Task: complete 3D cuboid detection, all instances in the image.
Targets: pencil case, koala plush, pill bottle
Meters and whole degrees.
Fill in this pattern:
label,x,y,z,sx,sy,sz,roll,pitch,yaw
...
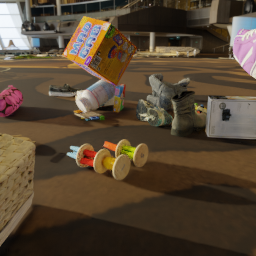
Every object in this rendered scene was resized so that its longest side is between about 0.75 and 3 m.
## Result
label,x,y,z,sx,sy,sz,roll,pitch,yaw
pencil case,-5.563,-1.285,12.967,1.020,1.053,2.248,-3,19,-11
koala plush,2.131,-1.666,13.554,1.876,1.664,1.724,-9,32,-26
pill bottle,-1.446,-1.490,12.936,1.850,1.006,1.006,-38,34,-23

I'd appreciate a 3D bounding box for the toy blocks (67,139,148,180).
label,x,y,z,sx,sy,sz,roll,pitch,yaw
toy blocks,-0.589,0.683,7.516,1.799,0.653,1.500,12,22,34

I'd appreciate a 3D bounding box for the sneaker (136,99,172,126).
label,x,y,z,sx,sy,sz,roll,pitch,yaw
sneaker,1.039,-0.572,11.509,0.899,0.808,2.083,2,23,-27

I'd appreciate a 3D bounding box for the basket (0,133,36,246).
label,x,y,z,sx,sy,sz,roll,pitch,yaw
basket,-2.645,1.050,4.579,1.582,1.440,2.334,16,19,0

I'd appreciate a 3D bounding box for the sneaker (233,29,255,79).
label,x,y,z,sx,sy,sz,roll,pitch,yaw
sneaker,3.531,-2.520,7.488,0.836,2.307,1.315,-22,61,-23

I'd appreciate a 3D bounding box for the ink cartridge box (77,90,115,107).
label,x,y,z,sx,sy,sz,roll,pitch,yaw
ink cartridge box,-1.556,-1.535,14.253,1.717,0.724,1.254,-10,21,-29

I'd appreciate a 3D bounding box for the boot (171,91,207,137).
label,x,y,z,sx,sy,sz,roll,pitch,yaw
boot,2.354,-0.656,10.260,0.781,1.506,2.305,14,23,37

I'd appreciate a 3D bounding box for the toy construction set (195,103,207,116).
label,x,y,z,sx,sy,sz,roll,pitch,yaw
toy construction set,3.141,-0.602,11.599,1.350,0.622,0.885,12,-19,13

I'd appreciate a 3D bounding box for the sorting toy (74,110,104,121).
label,x,y,z,sx,sy,sz,roll,pitch,yaw
sorting toy,-1.668,-0.498,11.903,0.943,0.228,1.674,-9,20,-39

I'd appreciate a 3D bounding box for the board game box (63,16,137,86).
label,x,y,z,sx,sy,sz,roll,pitch,yaw
board game box,-1.102,-3.041,11.143,1.769,1.771,1.769,30,2,40

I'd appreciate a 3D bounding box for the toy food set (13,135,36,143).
label,x,y,z,sx,sy,sz,roll,pitch,yaw
toy food set,-3.549,0.487,8.876,0.941,0.274,1.363,-5,12,-38

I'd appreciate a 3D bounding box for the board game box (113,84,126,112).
label,x,y,z,sx,sy,sz,roll,pitch,yaw
board game box,-0.394,-1.410,13.128,0.236,1.171,0.896,11,21,13

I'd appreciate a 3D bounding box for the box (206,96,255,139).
label,x,y,z,sx,sy,sz,roll,pitch,yaw
box,3.958,-0.364,9.627,2.374,1.385,0.714,1,16,9

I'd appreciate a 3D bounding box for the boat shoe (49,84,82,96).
label,x,y,z,sx,sy,sz,roll,pitch,yaw
boat shoe,-3.707,-2.264,16.557,1.979,0.702,0.713,-1,18,-5
